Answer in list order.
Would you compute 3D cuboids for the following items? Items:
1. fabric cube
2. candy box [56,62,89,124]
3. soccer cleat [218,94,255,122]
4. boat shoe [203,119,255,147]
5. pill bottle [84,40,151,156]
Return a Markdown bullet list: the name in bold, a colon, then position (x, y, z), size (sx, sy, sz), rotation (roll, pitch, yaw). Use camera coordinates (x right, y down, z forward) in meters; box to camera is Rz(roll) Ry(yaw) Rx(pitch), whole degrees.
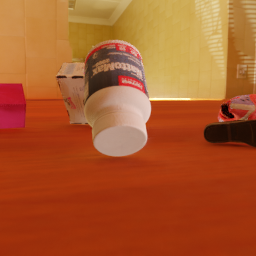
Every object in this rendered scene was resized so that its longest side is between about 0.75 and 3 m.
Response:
- **fabric cube**: position (-3.365, -0.616, 7.696), size (0.945, 0.930, 0.948), rotation (-5, 46, -26)
- **candy box**: position (-0.835, -1.035, 8.705), size (2.281, 1.914, 0.816), rotation (2, 45, 8)
- **soccer cleat**: position (2.519, -0.357, 6.712), size (0.942, 0.822, 2.464), rotation (11, -2, 1)
- **boat shoe**: position (2.313, 0.052, 5.605), size (1.534, 0.552, 0.521), rotation (6, 12, 20)
- **pill bottle**: position (-0.194, -0.525, 4.858), size (1.122, 1.877, 1.122), rotation (-5, -37, -3)
